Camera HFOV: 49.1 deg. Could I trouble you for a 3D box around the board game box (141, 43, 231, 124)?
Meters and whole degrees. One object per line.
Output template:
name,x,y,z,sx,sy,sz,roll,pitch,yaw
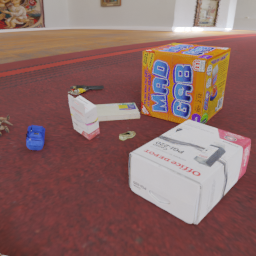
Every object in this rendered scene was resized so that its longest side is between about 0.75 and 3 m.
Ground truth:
board game box,2.500,-2.033,12.253,2.789,2.789,2.791,17,30,32

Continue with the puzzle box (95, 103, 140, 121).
puzzle box,-0.575,-0.733,12.525,2.054,0.261,1.367,-4,26,-8

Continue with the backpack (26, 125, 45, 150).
backpack,-3.200,0.333,9.638,0.636,0.657,0.783,5,58,-14

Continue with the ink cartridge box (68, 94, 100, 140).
ink cartridge box,-1.586,-0.490,10.142,0.961,1.650,0.557,33,53,31

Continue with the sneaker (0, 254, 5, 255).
sneaker,-2.666,2.576,4.946,2.058,0.871,0.749,-4,27,-5

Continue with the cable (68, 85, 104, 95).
cable,-2.335,-2.091,15.459,2.074,0.522,1.007,-7,6,-41

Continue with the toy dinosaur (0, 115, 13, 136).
toy dinosaur,-5.298,-0.108,10.771,1.176,0.745,1.735,2,19,20

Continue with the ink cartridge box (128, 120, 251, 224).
ink cartridge box,1.748,0.995,7.790,2.157,1.256,2.961,21,34,37

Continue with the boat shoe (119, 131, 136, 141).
boat shoe,-0.018,0.245,10.518,0.762,0.240,0.278,-19,31,-34
